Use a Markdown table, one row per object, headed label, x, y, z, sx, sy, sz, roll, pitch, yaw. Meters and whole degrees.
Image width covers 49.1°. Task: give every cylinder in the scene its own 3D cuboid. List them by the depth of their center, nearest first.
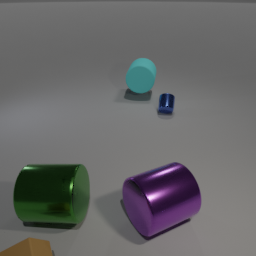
| label | x | y | z | sx | sy | sz | roll | pitch | yaw |
| --- | --- | --- | --- | --- | --- | --- | --- | --- | --- |
| cylinder | 0.786 | 1.677 | 6.771 | 1.400 | 1.400 | 1.400 | -14 | 31 | -26 |
| cylinder | -1.791 | 1.577 | 6.826 | 1.400 | 1.400 | 1.400 | -1 | 27 | 9 |
| cylinder | 1.725 | -1.089 | 12.520 | 0.700 | 0.700 | 0.700 | 5 | 69 | 9 |
| cylinder | 0.668 | -2.608 | 13.878 | 1.400 | 1.400 | 1.400 | 4 | 29 | 8 |

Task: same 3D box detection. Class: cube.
| label | x | y | z | sx | sy | sz | roll | pitch | yaw |
| --- | --- | --- | --- | --- | --- | --- | --- | --- | --- |
| cube | -1.882 | 2.572 | 5.262 | 0.700 | 0.700 | 0.700 | -28 | 58 | 4 |
